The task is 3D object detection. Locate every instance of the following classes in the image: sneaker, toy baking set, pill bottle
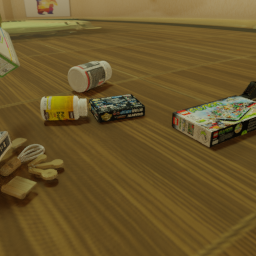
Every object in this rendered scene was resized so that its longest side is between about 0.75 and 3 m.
[{"bbox_3d":[4.554,-1.374,10.682,1.315,0.699,0.492,-21,33,-36],"label":"sneaker"},{"bbox_3d":[-2.612,0.926,6.546,1.848,0.280,2.408,-18,31,-37],"label":"toy baking set"},{"bbox_3d":[-2.057,-0.653,9.128,1.418,0.774,0.774,-2,26,-3],"label":"pill bottle"},{"bbox_3d":[-1.592,-2.288,12.119,1.079,1.079,1.863,17,31,31],"label":"pill bottle"}]

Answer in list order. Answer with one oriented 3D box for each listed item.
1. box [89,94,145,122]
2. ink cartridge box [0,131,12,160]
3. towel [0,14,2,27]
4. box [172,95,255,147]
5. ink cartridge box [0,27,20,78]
[{"bbox_3d":[-0.408,-0.720,9.700,1.671,0.384,1.328,-10,28,-19],"label":"box"},{"bbox_3d":[-3.912,0.901,5.925,2.187,0.479,2.208,-10,27,4],"label":"ink cartridge box"},{"bbox_3d":[-3.879,-3.339,7.732,0.299,1.640,1.217,-8,56,-7],"label":"towel"},{"bbox_3d":[2.998,-0.314,8.734,2.927,0.508,1.611,-16,30,-29],"label":"box"},{"bbox_3d":[-3.147,-1.899,5.604,0.582,1.964,1.020,-31,69,9],"label":"ink cartridge box"}]
